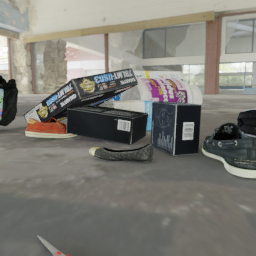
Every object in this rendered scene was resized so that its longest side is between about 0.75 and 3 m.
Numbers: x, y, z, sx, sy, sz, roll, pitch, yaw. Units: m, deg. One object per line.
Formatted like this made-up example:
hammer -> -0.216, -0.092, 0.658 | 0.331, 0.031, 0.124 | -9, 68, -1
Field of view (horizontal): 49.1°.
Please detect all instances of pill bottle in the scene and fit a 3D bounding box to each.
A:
pill bottle -> 1.244, -0.980, 9.913 | 2.751, 1.545, 1.545 | -6, 10, -30

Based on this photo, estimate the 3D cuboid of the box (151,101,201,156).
box -> 0.917, -0.027, 5.552 | 0.596, 0.961, 0.945 | -2, 9, -24

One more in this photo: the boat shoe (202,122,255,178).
boat shoe -> 1.737, 0.246, 4.752 | 0.739, 0.656, 1.978 | 1, 9, 5

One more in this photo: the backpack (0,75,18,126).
backpack -> -4.410, -0.658, 7.407 | 2.565, 1.623, 2.140 | 0, -3, -33

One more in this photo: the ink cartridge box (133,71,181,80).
ink cartridge box -> 0.912, -1.576, 12.603 | 2.661, 1.927, 1.117 | -2, 9, -13

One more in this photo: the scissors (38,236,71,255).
scissors -> -0.506, 0.955, 2.049 | 0.790, 0.055, 0.289 | 7, 13, 33

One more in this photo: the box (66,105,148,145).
box -> -0.478, -0.128, 6.849 | 1.665, 0.656, 1.175 | 9, 14, 19

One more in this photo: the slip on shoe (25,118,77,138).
slip on shoe -> -1.774, -0.007, 6.916 | 0.568, 0.469, 1.534 | 7, 2, 43

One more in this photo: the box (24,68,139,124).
box -> -1.319, -0.841, 8.023 | 2.439, 0.610, 2.457 | -22, 3, 39

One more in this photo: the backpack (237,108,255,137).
backpack -> 3.248, -0.094, 6.856 | 0.676, 0.891, 1.067 | 14, -4, -37

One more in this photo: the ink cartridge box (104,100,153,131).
ink cartridge box -> -0.073, -0.359, 8.114 | 1.365, 0.854, 0.877 | -4, 8, -23

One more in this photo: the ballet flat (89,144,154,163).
ballet flat -> -0.116, 0.399, 4.843 | 1.154, 0.328, 0.383 | 2, 9, 12

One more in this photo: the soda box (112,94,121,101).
soda box -> 0.871, -1.004, 11.455 | 2.963, 0.951, 1.005 | 2, 9, -14
